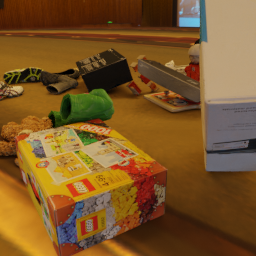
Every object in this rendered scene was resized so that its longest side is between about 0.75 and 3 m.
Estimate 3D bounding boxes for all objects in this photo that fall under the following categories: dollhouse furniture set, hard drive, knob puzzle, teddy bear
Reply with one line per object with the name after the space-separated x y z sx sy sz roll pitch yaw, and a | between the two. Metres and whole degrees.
0.660 -1.941 11.059 1.408 1.423 0.733 -46 24 -6 | dollhouse furniture set
1.628 -1.650 9.682 2.534 0.536 1.709 31 22 18 | hard drive
2.020 -1.184 10.378 2.459 0.341 2.459 -1 22 1 | knob puzzle
-2.587 0.153 6.985 1.520 0.700 2.096 -8 25 -9 | teddy bear

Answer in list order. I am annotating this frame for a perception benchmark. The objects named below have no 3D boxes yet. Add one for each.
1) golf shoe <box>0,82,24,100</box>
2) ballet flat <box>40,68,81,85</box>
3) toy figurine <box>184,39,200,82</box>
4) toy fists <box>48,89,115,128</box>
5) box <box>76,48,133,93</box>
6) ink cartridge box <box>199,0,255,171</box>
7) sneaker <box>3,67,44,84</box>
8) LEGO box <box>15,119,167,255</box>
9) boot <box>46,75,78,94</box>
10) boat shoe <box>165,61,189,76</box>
-4.691 -1.480 10.787 0.570 0.650 1.477 17 27 35 | golf shoe
-3.039 -2.526 13.089 0.784 0.671 2.361 16 28 32 | ballet flat
3.871 -2.624 11.700 2.796 1.976 2.840 9 25 19 | toy figurine
-1.197 -0.366 7.082 1.196 0.807 2.346 -1 -14 -31 | toy fists
-1.081 -2.442 11.903 1.863 1.041 2.639 -24 27 -4 | box
1.949 -0.639 5.079 1.236 2.935 2.122 -2 64 14 | ink cartridge box
-4.746 -2.503 13.003 1.905 0.718 0.728 -5 25 -14 | sneaker
-0.796 0.826 5.117 1.875 0.971 2.518 -14 27 -29 | LEGO box
-2.925 -1.802 11.832 1.222 0.488 1.344 13 34 31 | boot
2.096 -2.847 13.588 2.462 0.853 0.872 2 24 5 | boat shoe
